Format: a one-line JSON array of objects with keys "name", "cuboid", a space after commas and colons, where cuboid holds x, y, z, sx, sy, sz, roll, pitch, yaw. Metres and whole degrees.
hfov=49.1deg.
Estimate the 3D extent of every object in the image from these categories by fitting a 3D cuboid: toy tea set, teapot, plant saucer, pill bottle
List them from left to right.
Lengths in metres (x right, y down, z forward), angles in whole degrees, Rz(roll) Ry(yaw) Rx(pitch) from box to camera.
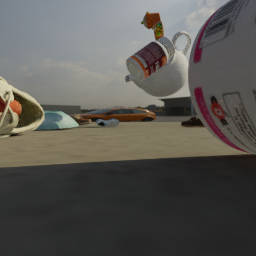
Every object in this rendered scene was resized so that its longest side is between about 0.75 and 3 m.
[{"name": "plant saucer", "cuboid": [-3.007, -0.300, 9.314, 2.696, 0.519, 2.696, 0, 6, 0]}, {"name": "pill bottle", "cuboid": [0.755, -2.277, 9.154, 1.514, 0.864, 0.864, -38, 13, -14]}, {"name": "toy tea set", "cuboid": [0.947, -3.478, 10.432, 0.753, 1.210, 2.034, -11, 41, 5]}, {"name": "teapot", "cuboid": [1.547, -2.974, 13.164, 2.724, 2.760, 2.016, -1, -30, 22]}, {"name": "pill bottle", "cuboid": [1.333, -0.382, 1.277, 1.248, 1.248, 2.202, 0, 2, -17]}]

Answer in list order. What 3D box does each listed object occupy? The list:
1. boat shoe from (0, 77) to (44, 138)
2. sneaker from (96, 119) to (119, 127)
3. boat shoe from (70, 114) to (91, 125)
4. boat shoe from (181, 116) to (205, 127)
[{"name": "boat shoe", "cuboid": [-2.107, -0.312, 4.374, 0.931, 1.059, 2.976, 2, -3, -4]}, {"name": "sneaker", "cuboid": [-0.858, -0.165, 11.801, 0.988, 0.370, 0.428, -3, 15, -5]}, {"name": "boat shoe", "cuboid": [-3.116, -0.503, 16.725, 1.886, 0.677, 0.714, 0, 2, 11]}, {"name": "boat shoe", "cuboid": [2.896, -0.271, 12.064, 1.357, 0.477, 0.478, 0, 3, 41]}]
